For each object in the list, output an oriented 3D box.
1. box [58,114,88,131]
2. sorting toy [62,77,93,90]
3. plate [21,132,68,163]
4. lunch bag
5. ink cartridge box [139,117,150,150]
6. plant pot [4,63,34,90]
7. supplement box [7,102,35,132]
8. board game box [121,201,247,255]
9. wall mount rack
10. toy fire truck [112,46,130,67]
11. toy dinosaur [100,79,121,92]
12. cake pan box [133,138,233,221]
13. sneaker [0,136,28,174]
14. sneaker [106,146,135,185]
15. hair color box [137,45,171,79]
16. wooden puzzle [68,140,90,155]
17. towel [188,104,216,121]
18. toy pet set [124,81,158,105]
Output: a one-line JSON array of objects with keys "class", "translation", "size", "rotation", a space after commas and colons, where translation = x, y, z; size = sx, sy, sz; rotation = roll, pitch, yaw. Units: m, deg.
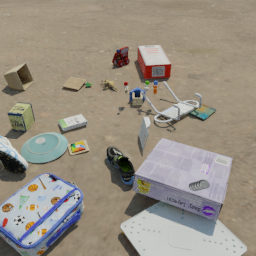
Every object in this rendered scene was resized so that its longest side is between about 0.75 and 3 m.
[{"class": "box", "translation": [-2.377, -0.240, 12.052], "size": [1.087, 0.198, 0.785], "rotation": [-16, 32, -22]}, {"class": "sorting toy", "translation": [-2.641, -2.305, 14.886], "size": [1.420, 0.209, 1.049], "rotation": [14, 43, 17]}, {"class": "plate", "translation": [-3.236, 0.664, 10.807], "size": [1.796, 0.230, 1.796], "rotation": [-2, 38, 2]}, {"class": "lunch bag", "translation": [-2.424, 2.378, 8.019], "size": [1.888, 0.890, 2.356], "rotation": [24, 43, 26]}, {"class": "ink cartridge box", "translation": [0.702, 0.215, 10.927], "size": [0.254, 0.860, 1.074], "rotation": [4, 38, -15]}, {"class": "plant pot", "translation": [-5.812, -2.664, 14.754], "size": [0.963, 1.087, 1.088], "rotation": [-3, 35, 16]}, {"class": "supplement box", "translation": [-4.473, -0.459, 11.800], "size": [0.611, 0.910, 0.909], "rotation": [6, 37, 8]}, {"class": "board game box", "translation": [1.436, 3.021, 7.596], "size": [2.447, 0.317, 2.448], "rotation": [-21, 42, -27]}, {"class": "wall mount rack", "translation": [1.968, -1.228, 12.812], "size": [2.638, 0.983, 2.292], "rotation": [-27, 35, -33]}, {"class": "toy fire truck", "translation": [-0.444, -4.336, 16.958], "size": [1.208, 1.014, 0.677], "rotation": [-29, 45, -33]}, {"class": "toy dinosaur", "translation": [-0.999, -2.315, 14.743], "size": [0.723, 0.416, 1.430], "rotation": [-19, 41, -26]}, {"class": "cake pan box", "translation": [1.865, 1.424, 9.042], "size": [2.611, 0.741, 2.835], "rotation": [17, 29, 18]}, {"class": "sneaker", "translation": [-4.440, 0.802, 10.131], "size": [2.554, 0.918, 0.926], "rotation": [25, 41, 26]}, {"class": "sneaker", "translation": [-0.206, 1.163, 9.750], "size": [0.634, 0.741, 1.788], "rotation": [-16, 39, -22]}, {"class": "hair color box", "translation": [1.485, -3.954, 16.541], "size": [1.484, 0.895, 2.924], "rotation": [-4, 38, -5]}, {"class": "wooden puzzle", "translation": [-1.923, 0.733, 10.840], "size": [0.756, 0.141, 0.699], "rotation": [-11, 38, -15]}, {"class": "towel", "translation": [3.424, -0.742, 12.867], "size": [0.836, 0.124, 1.139], "rotation": [29, 44, 33]}, {"class": "toy pet set", "translation": [0.576, -1.834, 13.239], "size": [1.540, 1.437, 0.818], "rotation": [0, 45, 0]}]
